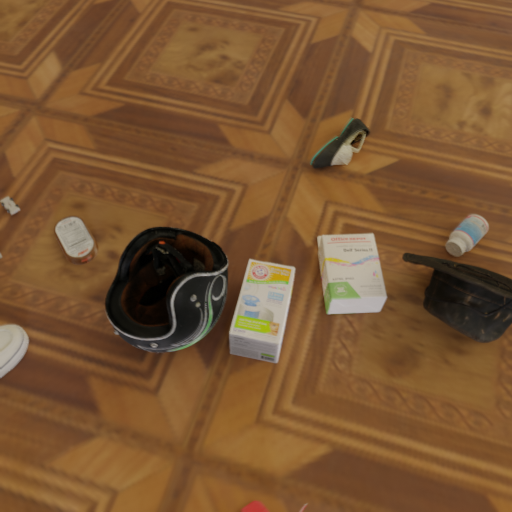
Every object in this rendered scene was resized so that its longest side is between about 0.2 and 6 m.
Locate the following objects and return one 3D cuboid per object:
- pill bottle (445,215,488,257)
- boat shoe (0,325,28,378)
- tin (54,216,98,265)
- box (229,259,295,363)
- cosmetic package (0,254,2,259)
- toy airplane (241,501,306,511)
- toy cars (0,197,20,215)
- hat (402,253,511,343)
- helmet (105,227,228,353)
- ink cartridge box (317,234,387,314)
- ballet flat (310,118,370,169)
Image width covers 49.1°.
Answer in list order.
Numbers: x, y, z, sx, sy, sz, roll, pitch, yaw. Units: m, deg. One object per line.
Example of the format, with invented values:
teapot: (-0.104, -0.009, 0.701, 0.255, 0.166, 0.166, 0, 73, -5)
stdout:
pill bottle: (3.697, -0.347, 9.875, 0.433, 0.433, 0.796, 38, 63, 23)
boat shoe: (-4.537, 1.611, 8.287, 2.221, 0.730, 0.799, -24, 63, -20)
tin: (-3.224, -0.293, 9.989, 0.590, 0.221, 1.054, -29, 60, -14)
box: (0.104, 0.856, 8.866, 0.792, 0.714, 1.409, 11, 56, 6)
cosmetic package: (-4.903, -0.091, 9.753, 0.787, 0.343, 0.407, 26, 60, 17)
toy airplane: (-0.276, 4.121, 6.744, 2.722, 0.501, 2.722, 0, 55, 0)
toy cars: (-4.794, -0.926, 10.436, 0.861, 0.191, 0.386, 7, 56, 1)
hat: (3.385, 0.750, 8.614, 2.555, 2.555, 1.031, 16, 97, 11)
helmet: (-1.325, 0.593, 8.462, 1.782, 1.699, 1.782, 20, 24, -9)
ink cartridge box: (1.568, 0.152, 9.457, 0.934, 0.537, 1.594, -2, 55, -3)
ballet flat: (1.739, -2.178, 11.095, 0.554, 0.551, 1.621, 36, 63, 13)
